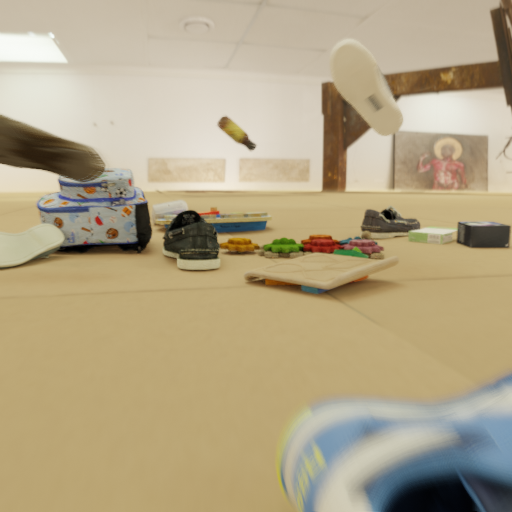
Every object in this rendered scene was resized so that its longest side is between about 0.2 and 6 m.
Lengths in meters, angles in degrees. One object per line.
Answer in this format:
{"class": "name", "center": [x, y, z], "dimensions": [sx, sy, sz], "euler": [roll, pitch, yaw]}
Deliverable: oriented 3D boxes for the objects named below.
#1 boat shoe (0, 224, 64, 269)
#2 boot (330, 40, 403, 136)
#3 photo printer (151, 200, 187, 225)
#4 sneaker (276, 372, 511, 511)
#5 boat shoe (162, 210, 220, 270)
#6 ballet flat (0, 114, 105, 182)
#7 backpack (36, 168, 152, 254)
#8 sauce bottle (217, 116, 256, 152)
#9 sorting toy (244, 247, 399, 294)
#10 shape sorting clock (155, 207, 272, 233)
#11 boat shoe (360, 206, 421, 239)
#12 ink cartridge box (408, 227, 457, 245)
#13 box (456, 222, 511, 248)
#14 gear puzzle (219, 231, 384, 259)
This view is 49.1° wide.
{"class": "boat shoe", "center": [-4.425, -0.049, 10.224], "dimensions": [0.632, 0.745, 2.045], "euler": [-45, -7, 29]}
{"class": "boot", "center": [1.910, -3.178, 10.241], "dimensions": [0.794, 2.182, 0.986], "euler": [-30, 43, 17]}
{"class": "photo printer", "center": [-2.671, -1.348, 17.355], "dimensions": [1.097, 0.381, 0.913], "euler": [-13, -18, -20]}
{"class": "sneaker", "center": [1.126, 0.988, 2.503], "dimensions": [1.984, 0.734, 0.816], "euler": [-10, 9, -8]}
{"class": "boat shoe", "center": [-1.258, -0.394, 10.677], "dimensions": [1.060, 0.941, 2.837], "euler": [-1, 9, -9]}
{"class": "ballet flat", "center": [-3.711, -1.860, 9.561], "dimensions": [2.475, 0.834, 0.574], "euler": [17, 28, 8]}
{"class": "backpack", "center": [-3.476, -0.944, 11.993], "dimensions": [2.282, 1.846, 2.396], "euler": [-12, 14, -11]}
{"class": "sauce bottle", "center": [-0.483, -3.177, 14.693], "dimensions": [1.210, 0.400, 0.400], "euler": [35, -13, -35]}
{"class": "sorting toy", "center": [1.248, 0.202, 8.714], "dimensions": [1.800, 0.358, 2.435], "euler": [2, 11, 44]}
{"class": "shape sorting clock", "center": [-1.221, -1.097, 16.254], "dimensions": [3.360, 0.659, 3.360], "euler": [0, 9, 0]}
{"class": "boat shoe", "center": [3.598, -0.918, 14.672], "dimensions": [0.897, 0.775, 2.470], "euler": [8, 12, 44]}
{"class": "ink cartridge box", "center": [4.345, -0.502, 13.581], "dimensions": [0.861, 0.284, 1.184], "euler": [8, 11, 41]}
{"class": "box", "center": [5.125, -0.484, 12.652], "dimensions": [0.882, 0.544, 0.875], "euler": [0, 10, -1]}
{"class": "gear puzzle", "center": [0.889, -0.276, 11.584], "dimensions": [3.315, 0.434, 1.717], "euler": [1, 9, 3]}
